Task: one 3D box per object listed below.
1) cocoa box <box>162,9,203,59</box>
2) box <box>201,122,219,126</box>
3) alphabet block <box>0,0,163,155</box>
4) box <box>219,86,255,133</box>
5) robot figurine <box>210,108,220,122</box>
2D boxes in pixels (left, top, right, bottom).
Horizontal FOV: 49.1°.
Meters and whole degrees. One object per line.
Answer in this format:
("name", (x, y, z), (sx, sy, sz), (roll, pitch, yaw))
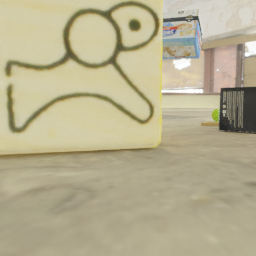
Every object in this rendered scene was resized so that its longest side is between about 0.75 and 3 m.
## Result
("cocoa box", (1.424, -2.839, 8.666), (1.596, 1.047, 1.064), (4, -21, 22))
("box", (2.943, -0.126, 9.108), (0.945, 0.101, 0.773), (4, 7, 32))
("alphabet block", (-1.268, -1.134, 5.060), (2.953, 2.885, 2.900), (-1, 7, -18))
("box", (3.761, -0.493, 7.312), (1.996, 1.141, 2.192), (6, 8, 39))
("robot figurine", (3.699, -0.503, 10.908), (0.925, 0.535, 0.812), (1, 5, 6))
